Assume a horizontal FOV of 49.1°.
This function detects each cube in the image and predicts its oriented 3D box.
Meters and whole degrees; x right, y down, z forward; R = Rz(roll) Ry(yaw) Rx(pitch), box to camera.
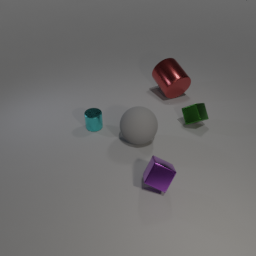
[{"bbox_3d":[0.912,1.338,8.233,0.700,0.700,0.700,26,10,-5],"label":"cube"},{"bbox_3d":[2.700,-0.573,11.273,0.700,0.700,0.700,-19,-6,43],"label":"cube"}]

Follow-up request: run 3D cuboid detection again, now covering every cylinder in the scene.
[{"bbox_3d":[2.072,-2.385,13.448,1.400,1.400,1.400,-16,58,-23],"label":"cylinder"},{"bbox_3d":[-1.371,-0.332,11.211,0.700,0.700,0.700,0,39,0],"label":"cylinder"}]

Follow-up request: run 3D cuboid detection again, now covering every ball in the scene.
[{"bbox_3d":[0.393,-0.096,10.246,1.400,1.400,1.400,0,33,0],"label":"ball"}]
